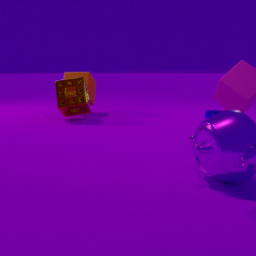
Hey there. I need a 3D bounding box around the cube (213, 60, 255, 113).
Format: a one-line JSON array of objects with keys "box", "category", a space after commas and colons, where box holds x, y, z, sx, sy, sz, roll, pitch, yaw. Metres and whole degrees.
[{"box": [3.416, -1.173, 8.516, 1.047, 1.047, 1.047, -40, 67, -14], "category": "cube"}]

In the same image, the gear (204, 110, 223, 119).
[{"box": [3.250, -0.376, 9.636, 1.177, 0.218, 1.177, 6, 18, -2], "category": "gear"}]

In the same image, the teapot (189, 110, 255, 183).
[{"box": [1.538, 0.324, 4.506, 0.954, 1.211, 1.948, -4, 8, -13], "category": "teapot"}]

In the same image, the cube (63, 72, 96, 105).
[{"box": [-1.948, -1.564, 11.274, 1.047, 1.047, 1.047, 1, -13, 9], "category": "cube"}]

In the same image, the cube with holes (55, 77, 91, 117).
[{"box": [-1.938, -1.083, 10.001, 1.009, 1.009, 1.009, -9, -16, -2], "category": "cube with holes"}]

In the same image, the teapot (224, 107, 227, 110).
[{"box": [4.203, -0.851, 11.161, 0.676, 0.532, 1.087, 24, 2, -25], "category": "teapot"}]
